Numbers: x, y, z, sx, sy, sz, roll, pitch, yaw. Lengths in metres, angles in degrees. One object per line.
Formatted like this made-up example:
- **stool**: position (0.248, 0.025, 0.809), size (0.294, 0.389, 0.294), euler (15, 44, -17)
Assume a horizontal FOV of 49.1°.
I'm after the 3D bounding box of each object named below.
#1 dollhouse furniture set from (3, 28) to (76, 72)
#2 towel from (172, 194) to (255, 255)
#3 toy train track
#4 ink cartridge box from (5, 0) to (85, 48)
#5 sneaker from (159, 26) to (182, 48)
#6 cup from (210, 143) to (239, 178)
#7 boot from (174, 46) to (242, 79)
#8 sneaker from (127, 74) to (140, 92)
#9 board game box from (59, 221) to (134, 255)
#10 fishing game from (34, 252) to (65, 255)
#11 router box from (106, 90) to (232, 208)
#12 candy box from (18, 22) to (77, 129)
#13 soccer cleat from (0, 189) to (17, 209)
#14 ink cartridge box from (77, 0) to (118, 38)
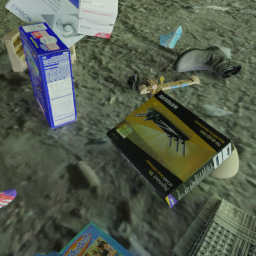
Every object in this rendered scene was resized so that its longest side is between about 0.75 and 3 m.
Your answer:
- **dollhouse furniture set**: position (-3.825, -3.312, 12.230), size (2.495, 1.624, 2.292), euler (7, 41, 8)
- **towel**: position (2.473, 2.840, 5.950), size (2.734, 0.472, 2.633), euler (25, 47, 27)
- **toy train track**: position (1.711, -1.869, 11.476), size (2.644, 0.430, 1.517), euler (-12, 42, -15)
- **ink cartridge box**: position (-2.316, -4.095, 9.486), size (2.564, 2.559, 0.520), euler (-27, 47, 32)
- **sneaker**: position (1.439, -3.230, 9.771), size (0.629, 0.383, 0.963), euler (20, 64, 29)
- **cup**: position (2.716, 0.800, 8.104), size (1.070, 0.765, 1.070), euler (-1, 41, 1)
- **boot**: position (3.502, -2.732, 12.162), size (2.691, 0.939, 1.771), euler (-21, 50, -17)
- **sneaker**: position (0.168, -1.788, 11.501), size (0.465, 0.402, 1.063), euler (-9, 37, 19)
- **board game box**: position (-0.621, 2.953, 5.879), size (1.693, 0.381, 1.288), euler (29, 48, 29)
- **fishing game**: position (-1.694, 3.242, 5.458), size (2.263, 0.352, 1.621), euler (-10, 46, 8)
- **router box**: position (1.057, 0.435, 7.964), size (2.246, 0.746, 2.856), euler (-39, 50, -9)
- **candy box**: position (-2.684, -1.780, 9.550), size (1.065, 2.766, 2.338), euler (-18, 46, -24)
- **soccer cleat**: position (-3.473, 1.850, 7.106), size (1.262, 0.462, 0.430), euler (-22, 45, -24)
- **ink cartridge box**: position (-0.916, -3.273, 8.111), size (1.036, 1.431, 0.603), euler (6, 79, -12)
